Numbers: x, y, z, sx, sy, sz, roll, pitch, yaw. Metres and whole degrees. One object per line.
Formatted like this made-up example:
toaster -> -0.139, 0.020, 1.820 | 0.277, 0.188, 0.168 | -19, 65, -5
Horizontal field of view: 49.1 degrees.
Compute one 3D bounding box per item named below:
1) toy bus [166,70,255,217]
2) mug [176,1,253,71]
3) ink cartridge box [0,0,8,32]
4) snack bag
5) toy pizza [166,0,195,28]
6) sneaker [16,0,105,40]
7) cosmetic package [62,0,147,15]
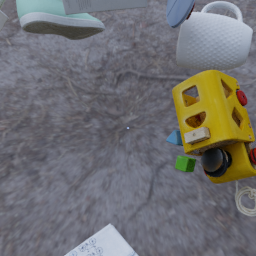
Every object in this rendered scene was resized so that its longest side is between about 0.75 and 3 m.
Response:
toy bus -> 1.269, 0.102, 4.185 | 0.977, 1.785, 1.891 | 9, 19, -41
mug -> 2.007, -2.115, 6.371 | 1.470, 1.238, 1.677 | 12, 79, 16
ink cartridge box -> -3.035, -2.780, 5.576 | 1.699, 0.990, 0.573 | 46, 56, -23
snack bag -> -0.232, 1.799, 3.481 | 0.959, 0.109, 1.017 | -21, 52, -42
toy pizza -> 1.075, -2.516, 5.227 | 0.205, 1.295, 1.295 | 9, 53, -16
sneaker -> -1.472, -2.906, 6.470 | 0.909, 2.469, 1.456 | -12, 92, 34
cosmetic package -> -0.431, -2.497, 4.881 | 1.487, 0.756, 0.550 | -6, 48, -2
